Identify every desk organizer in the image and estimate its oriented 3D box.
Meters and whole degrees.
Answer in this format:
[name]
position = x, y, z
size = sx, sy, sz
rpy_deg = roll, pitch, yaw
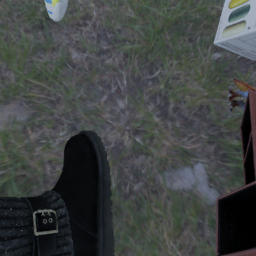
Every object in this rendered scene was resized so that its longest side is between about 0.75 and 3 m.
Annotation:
[desk organizer]
position = 2.135, 0.789, 4.501
size = 1.064, 0.991, 2.764
rpy_deg = 23, 53, -13

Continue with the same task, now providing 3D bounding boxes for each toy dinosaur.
[toy dinosaur]
position = 3.225, -0.552, 5.991
size = 2.043, 1.182, 2.251
rpy_deg = 6, 54, 23

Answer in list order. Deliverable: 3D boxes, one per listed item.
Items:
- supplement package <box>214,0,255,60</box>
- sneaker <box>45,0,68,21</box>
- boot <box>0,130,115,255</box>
[supplement package]
position = 2.856, -2.240, 5.768
size = 1.200, 1.593, 1.209
rpy_deg = 15, 91, -19
[sneaker]
position = -1.777, -3.221, 5.543
size = 1.070, 2.037, 0.771
rpy_deg = 5, 28, 2
[boot]
position = -1.436, 1.194, 4.789
size = 2.196, 1.105, 2.938
rpy_deg = 9, 51, -27
